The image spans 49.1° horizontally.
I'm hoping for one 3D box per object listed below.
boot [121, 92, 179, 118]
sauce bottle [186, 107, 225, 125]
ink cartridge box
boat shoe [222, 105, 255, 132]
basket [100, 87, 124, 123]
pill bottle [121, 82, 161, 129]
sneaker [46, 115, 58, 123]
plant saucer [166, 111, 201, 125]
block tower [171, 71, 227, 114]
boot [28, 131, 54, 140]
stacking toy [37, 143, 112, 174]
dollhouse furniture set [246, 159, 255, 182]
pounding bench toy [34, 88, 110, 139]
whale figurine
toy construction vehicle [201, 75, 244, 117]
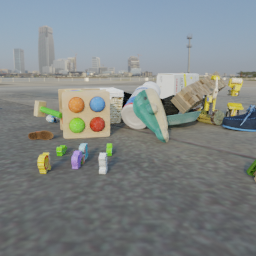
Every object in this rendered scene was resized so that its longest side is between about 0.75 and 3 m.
[{"bbox_3d":[0.788,-1.092,13.201,2.323,1.169,3.107,-10,23,-20],"label":"boot"},{"bbox_3d":[3.243,-0.575,12.075,0.653,0.653,2.018,-5,13,-25],"label":"sauce bottle"},{"bbox_3d":[3.000,-2.203,16.744,1.197,2.083,2.870,11,16,41],"label":"ink cartridge box"},{"bbox_3d":[4.927,-0.441,10.397,2.806,0.963,1.181,-2,14,-1],"label":"boat shoe"},{"bbox_3d":[-1.152,-1.041,12.472,1.552,1.413,2.290,-3,12,-14],"label":"basket"},{"bbox_3d":[0.605,-0.960,10.939,1.123,1.123,2.001,5,39,25],"label":"pill bottle"},{"bbox_3d":[-3.199,-0.373,12.030,0.372,0.369,1.028,38,5,0],"label":"sneaker"},{"bbox_3d":[1.859,-0.341,10.847,1.975,0.355,1.975,-9,1,0],"label":"plant saucer"},{"bbox_3d":[3.179,-1.582,12.166,2.996,0.866,0.809,-30,-14,-39],"label":"block tower"},{"bbox_3d":[-2.740,0.211,9.007,0.796,0.299,0.427,0,6,7],"label":"boot"},{"bbox_3d":[-1.120,0.605,6.562,1.401,0.436,1.858,1,10,2],"label":"stacking toy"},{"bbox_3d":[2.815,0.953,5.464,0.752,0.377,0.493,15,29,-11],"label":"dollhouse furniture set"},{"bbox_3d":[-1.965,-0.527,9.548,2.437,1.514,1.901,-3,12,-16],"label":"pounding bench toy"},{"bbox_3d":[0.698,-0.336,8.482,0.889,1.714,1.363,-20,-15,8],"label":"whale figurine"},{"bbox_3d":[3.726,-1.046,10.741,1.572,1.806,0.636,6,18,-6],"label":"toy construction vehicle"}]
